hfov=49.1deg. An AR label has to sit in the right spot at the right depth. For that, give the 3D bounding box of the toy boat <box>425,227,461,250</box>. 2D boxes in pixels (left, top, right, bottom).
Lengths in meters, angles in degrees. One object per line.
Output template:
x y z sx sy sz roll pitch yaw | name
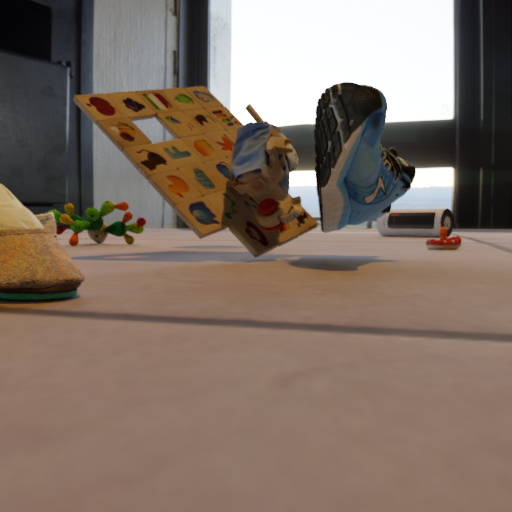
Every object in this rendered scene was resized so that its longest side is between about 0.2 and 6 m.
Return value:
3.957 -0.365 11.804 0.733 0.479 0.478 -1 4 -13 | toy boat

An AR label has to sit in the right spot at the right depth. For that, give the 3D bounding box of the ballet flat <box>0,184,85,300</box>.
-2.530 -0.168 4.886 2.763 0.929 0.940 3 5 35 | ballet flat

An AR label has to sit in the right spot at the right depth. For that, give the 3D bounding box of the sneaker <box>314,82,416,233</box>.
1.651 -1.460 8.368 1.479 1.289 3.288 -6 -20 3 | sneaker

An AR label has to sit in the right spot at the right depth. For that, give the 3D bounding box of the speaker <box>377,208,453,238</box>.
6.037 -1.259 21.466 2.720 1.105 1.105 4 5 43 | speaker

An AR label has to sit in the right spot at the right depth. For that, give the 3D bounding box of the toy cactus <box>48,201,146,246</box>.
-4.044 -0.673 14.350 2.387 1.220 1.969 -3 -15 -12 | toy cactus

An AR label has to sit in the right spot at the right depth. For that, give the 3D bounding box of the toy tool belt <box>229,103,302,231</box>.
0.051 -1.438 8.770 1.204 1.929 1.185 -14 -43 15 | toy tool belt

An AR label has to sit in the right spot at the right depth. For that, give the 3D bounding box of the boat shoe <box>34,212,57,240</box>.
-5.775 -0.766 12.283 2.847 1.214 1.052 -3 5 -39 | boat shoe

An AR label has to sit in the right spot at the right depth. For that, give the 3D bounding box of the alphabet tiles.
-0.722 -1.619 9.722 3.235 3.870 0.146 -26 -22 -50 | alphabet tiles
